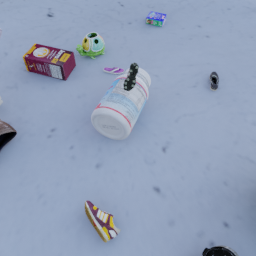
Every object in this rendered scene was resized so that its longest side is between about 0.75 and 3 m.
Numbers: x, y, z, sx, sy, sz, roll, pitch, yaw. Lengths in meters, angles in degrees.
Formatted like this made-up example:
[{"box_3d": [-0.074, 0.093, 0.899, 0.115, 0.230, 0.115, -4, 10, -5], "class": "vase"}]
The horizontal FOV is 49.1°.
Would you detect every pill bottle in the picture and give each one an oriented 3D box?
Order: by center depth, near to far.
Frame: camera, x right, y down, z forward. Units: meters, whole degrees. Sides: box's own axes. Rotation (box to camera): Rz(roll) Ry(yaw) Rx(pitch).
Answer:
[{"box_3d": [-0.114, -0.859, 8.911, 1.272, 1.272, 2.340, 18, 53, 14], "class": "pill bottle"}]

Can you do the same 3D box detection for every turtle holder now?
[{"box_3d": [-1.501, -3.320, 11.141, 1.153, 0.818, 0.876, -8, 53, -7], "class": "turtle holder"}]

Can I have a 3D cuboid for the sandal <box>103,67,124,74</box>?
[{"box_3d": [-0.545, -2.222, 10.665, 0.815, 0.200, 0.331, 2, 52, 2], "class": "sandal"}]

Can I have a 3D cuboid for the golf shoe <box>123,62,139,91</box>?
[{"box_3d": [0.115, -1.476, 8.113, 0.332, 0.860, 0.379, 20, 24, -4], "class": "golf shoe"}]

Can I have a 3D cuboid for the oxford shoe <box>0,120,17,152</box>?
[{"box_3d": [-4.357, 0.828, 7.746, 1.082, 1.058, 2.968, 23, 55, 12], "class": "oxford shoe"}]

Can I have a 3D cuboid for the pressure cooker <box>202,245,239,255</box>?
[{"box_3d": [2.070, 3.002, 6.094, 0.848, 0.949, 0.835, -20, 65, 17], "class": "pressure cooker"}]

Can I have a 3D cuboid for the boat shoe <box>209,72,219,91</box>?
[{"box_3d": [3.186, -1.785, 10.252, 0.352, 0.304, 0.969, 9, 52, 7], "class": "boat shoe"}]

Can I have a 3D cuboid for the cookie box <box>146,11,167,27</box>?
[{"box_3d": [1.286, -4.976, 12.783, 0.791, 0.297, 0.676, 17, 54, 13], "class": "cookie box"}]

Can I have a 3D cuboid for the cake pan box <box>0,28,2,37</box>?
[{"box_3d": [-4.411, -1.821, 6.926, 0.571, 2.011, 2.183, 43, 27, 29], "class": "cake pan box"}]

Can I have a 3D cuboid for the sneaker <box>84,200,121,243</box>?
[{"box_3d": [-0.657, 2.255, 7.026, 0.522, 0.434, 1.159, -23, 61, -28], "class": "sneaker"}]

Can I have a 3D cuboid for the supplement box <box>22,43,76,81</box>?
[{"box_3d": [-2.937, -2.503, 10.552, 1.671, 0.716, 0.922, 15, 53, 12], "class": "supplement box"}]

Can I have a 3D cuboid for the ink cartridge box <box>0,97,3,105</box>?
[{"box_3d": [-4.812, -0.739, 9.336, 0.746, 0.429, 1.022, 16, 54, 12], "class": "ink cartridge box"}]
